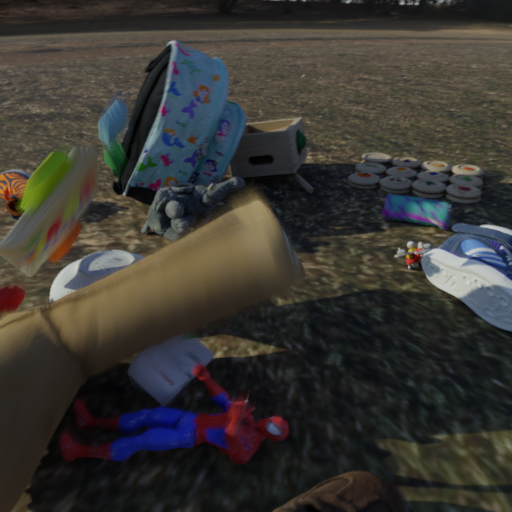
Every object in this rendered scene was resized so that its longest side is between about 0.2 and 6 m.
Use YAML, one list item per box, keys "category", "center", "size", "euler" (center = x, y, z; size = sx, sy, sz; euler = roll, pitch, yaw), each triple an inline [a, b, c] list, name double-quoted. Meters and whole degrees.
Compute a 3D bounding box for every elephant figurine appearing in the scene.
- category: "elephant figurine"
  center: [-1.245, -0.995, 11.111]
  size: [1.305, 1.191, 1.683]
  euler: [30, 44, 21]

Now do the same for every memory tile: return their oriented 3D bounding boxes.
- category: "memory tile"
  center: [3.981, -1.995, 13.877]
  size: [3.108, 0.261, 2.382]
  euler: [11, 29, 20]

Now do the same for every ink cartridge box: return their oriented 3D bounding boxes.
- category: "ink cartridge box"
  center: [-1.081, 1.360, 7.090]
  size: [0.651, 0.376, 0.891]
  euler: [41, 40, 10]

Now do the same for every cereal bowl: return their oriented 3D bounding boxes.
- category: "cereal bowl"
  center: [-2.283, 0.440, 8.695]
  size: [1.855, 0.772, 1.855]
  euler: [-1, 28, 0]

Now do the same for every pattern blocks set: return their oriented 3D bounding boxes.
- category: "pattern blocks set"
  center: [-2.848, -0.566, 7.828]
  size: [0.267, 2.899, 3.298]
  euler: [33, 59, -3]

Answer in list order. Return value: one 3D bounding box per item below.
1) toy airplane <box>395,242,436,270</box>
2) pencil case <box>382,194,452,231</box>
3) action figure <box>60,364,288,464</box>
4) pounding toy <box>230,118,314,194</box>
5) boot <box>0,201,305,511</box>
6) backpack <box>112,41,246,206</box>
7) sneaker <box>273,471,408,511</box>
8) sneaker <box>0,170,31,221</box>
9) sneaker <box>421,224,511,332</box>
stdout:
- category: "toy airplane"
  center: [2.765, -0.080, 9.748]
  size: [0.606, 0.603, 0.428]
  euler: [19, 45, -48]
- category: "pencil case"
  center: [3.289, -0.900, 11.463]
  size: [1.305, 0.555, 0.603]
  euler: [11, 38, 22]
- category: "action figure"
  center: [-0.845, 1.656, 5.987]
  size: [2.409, 1.192, 0.786]
  euler: [2, 33, 0]
- category: "pounding toy"
  center: [0.503, -2.468, 13.889]
  size: [2.051, 1.458, 1.888]
  euler: [-1, 24, 18]
- category: "boot"
  center: [-1.296, 0.765, 6.163]
  size: [3.932, 1.300, 3.444]
  euler: [-23, 27, -6]
- category: "backpack"
  center: [-1.639, -2.843, 12.270]
  size: [2.482, 3.297, 2.927]
  euler: [11, 23, -18]
- category: "sneaker"
  center: [0.160, 2.547, 4.071]
  size: [1.221, 1.309, 3.466]
  euler: [22, 35, 35]
- category: "sneaker"
  center: [-5.160, -1.307, 12.043]
  size: [1.930, 0.749, 1.081]
  euler: [10, 28, 18]
- category: "sneaker"
  center: [3.938, 0.161, 8.797]
  size: [1.694, 0.932, 2.314]
  euler: [-25, 28, -14]
